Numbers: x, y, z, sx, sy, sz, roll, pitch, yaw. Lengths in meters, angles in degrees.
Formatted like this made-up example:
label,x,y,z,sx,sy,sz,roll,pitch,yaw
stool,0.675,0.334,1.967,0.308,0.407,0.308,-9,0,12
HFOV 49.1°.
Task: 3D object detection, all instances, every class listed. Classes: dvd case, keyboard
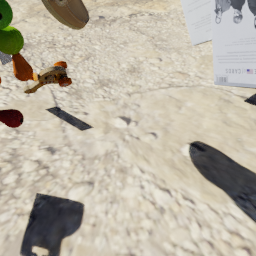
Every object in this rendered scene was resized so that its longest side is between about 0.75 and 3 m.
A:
label,x,y,z,sx,sy,sz,roll,pitch,yaw
dvd case,1.342,-1.151,3.026,0.178,1.441,1.083,-17,19,-25
keyboard,-3.535,-2.272,7.696,0.062,1.168,0.329,35,60,31

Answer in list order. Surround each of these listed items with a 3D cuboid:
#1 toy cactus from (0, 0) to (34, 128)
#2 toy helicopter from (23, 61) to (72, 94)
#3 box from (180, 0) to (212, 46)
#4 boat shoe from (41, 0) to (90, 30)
label,x,y,z,sx,sy,sz,roll,pitch,yaw
toy cactus,-1.829,-0.928,2.537,1.711,2.073,1.060,7,41,18
toy helicopter,-1.185,-0.638,3.810,0.793,0.313,0.525,-22,-8,33
box,2.518,-4.064,7.715,1.452,2.979,1.853,-25,14,-31
boat shoe,-1.423,-2.976,5.739,0.789,2.447,0.872,-11,65,23
